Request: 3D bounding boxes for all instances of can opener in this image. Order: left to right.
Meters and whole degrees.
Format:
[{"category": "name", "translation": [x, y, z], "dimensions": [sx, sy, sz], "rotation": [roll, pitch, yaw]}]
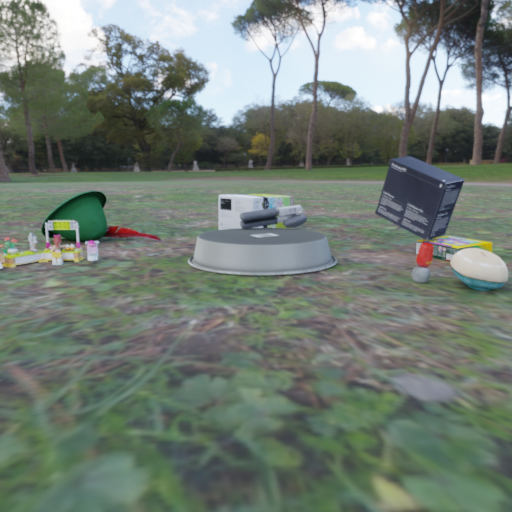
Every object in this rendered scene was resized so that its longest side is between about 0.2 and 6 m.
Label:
[{"category": "can opener", "translation": [0.358, -0.750, 11.392], "dimensions": [1.353, 0.361, 0.452], "rotation": [-10, 34, -14]}]

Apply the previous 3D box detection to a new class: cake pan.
[{"category": "cake pan", "translation": [0.118, -0.141, 10.563], "dimensions": [2.803, 0.514, 2.803], "rotation": [0, 10, 0]}]

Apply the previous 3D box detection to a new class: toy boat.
[{"category": "toy boat", "translation": [3.117, 0.212, 8.613], "dimensions": [1.348, 0.627, 1.133], "rotation": [10, 16, 13]}]

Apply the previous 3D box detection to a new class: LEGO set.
[{"category": "LEGO set", "translation": [-3.979, -0.228, 10.326], "dimensions": [2.066, 0.769, 0.950], "rotation": [-4, 11, -22]}]

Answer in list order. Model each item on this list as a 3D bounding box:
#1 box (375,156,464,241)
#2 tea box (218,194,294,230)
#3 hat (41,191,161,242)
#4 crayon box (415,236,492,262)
[{"category": "box", "translation": [3.236, -1.174, 11.187], "dimensions": [0.699, 1.222, 1.342], "rotation": [-16, 38, -39]}, {"category": "tea box", "translation": [0.002, -1.120, 14.814], "dimensions": [1.464, 0.994, 1.488], "rotation": [-8, 12, -38]}, {"category": "hat", "translation": [-3.721, -0.407, 13.001], "dimensions": [1.951, 1.717, 1.616], "rotation": [-40, -12, 17]}, {"category": "crayon box", "translation": [3.894, -0.139, 11.069], "dimensions": [0.945, 0.319, 1.096], "rotation": [-7, 12, -27]}]
